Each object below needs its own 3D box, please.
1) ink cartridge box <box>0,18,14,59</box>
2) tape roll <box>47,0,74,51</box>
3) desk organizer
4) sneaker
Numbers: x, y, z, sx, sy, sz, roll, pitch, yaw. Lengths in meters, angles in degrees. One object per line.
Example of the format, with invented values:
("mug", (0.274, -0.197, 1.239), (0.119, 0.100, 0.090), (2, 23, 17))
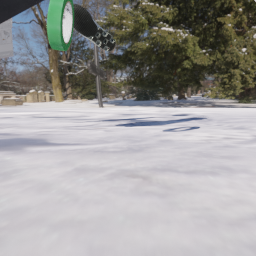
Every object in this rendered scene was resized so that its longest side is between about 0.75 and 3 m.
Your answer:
("ink cartridge box", (-3.930, -2.664, 7.339), (0.448, 1.767, 2.006), (22, 29, 19))
("tape roll", (-1.000, -1.597, 4.225), (0.199, 0.826, 0.826), (7, 5, 0))
("desk organizer", (-2.458, -3.011, 5.543), (1.092, 1.017, 2.836), (20, 44, 9))
("sneaker", (-1.500, -3.825, 10.801), (2.218, 0.822, 0.982), (40, 6, -31))
